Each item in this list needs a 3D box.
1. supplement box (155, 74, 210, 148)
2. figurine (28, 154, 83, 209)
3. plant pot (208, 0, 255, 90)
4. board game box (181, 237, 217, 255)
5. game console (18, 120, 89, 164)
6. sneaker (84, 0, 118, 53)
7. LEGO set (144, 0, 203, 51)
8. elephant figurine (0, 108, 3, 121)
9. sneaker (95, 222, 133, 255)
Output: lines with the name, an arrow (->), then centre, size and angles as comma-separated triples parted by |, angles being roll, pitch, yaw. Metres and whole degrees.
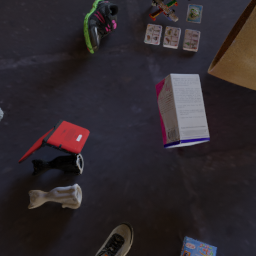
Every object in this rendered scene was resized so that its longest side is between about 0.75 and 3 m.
supplement box -> 1.435, -0.450, 7.584 | 0.944, 0.924, 1.826 | -5, 81, -21
figurine -> -1.946, 1.410, 7.377 | 1.401, 0.618, 1.436 | -6, 61, 6
plant pot -> 4.451, -2.158, 8.324 | 2.994, 2.790, 2.790 | 30, 64, 3
board game box -> 1.590, 3.178, 6.537 | 0.765, 0.185, 1.011 | 17, 63, 9
game console -> -1.832, 0.466, 7.218 | 1.308, 0.901, 1.517 | 21, 20, -5
sneaker -> -0.921, -3.719, 10.004 | 1.037, 0.950, 2.475 | 8, 62, 9
LEGO set -> 1.751, -4.047, 10.562 | 1.956, 0.643, 2.618 | 9, 72, 4
elephant figurine -> -4.738, 0.410, 7.187 | 2.199, 2.006, 2.835 | 31, 71, 0
sneaker -> -0.380, 2.875, 6.469 | 0.576, 0.618, 1.560 | 30, 63, 17
